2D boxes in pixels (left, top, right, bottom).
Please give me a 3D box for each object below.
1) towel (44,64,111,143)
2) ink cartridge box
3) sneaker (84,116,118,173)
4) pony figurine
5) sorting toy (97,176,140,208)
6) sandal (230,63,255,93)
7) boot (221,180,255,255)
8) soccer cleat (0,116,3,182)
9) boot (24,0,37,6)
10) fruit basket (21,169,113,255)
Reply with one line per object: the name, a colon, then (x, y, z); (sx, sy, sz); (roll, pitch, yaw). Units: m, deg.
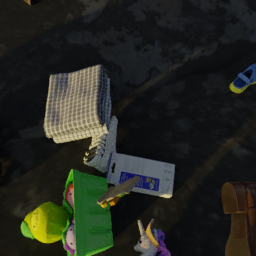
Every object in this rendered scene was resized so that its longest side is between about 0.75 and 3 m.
towel: (-1.440, -0.770, 8.120); (1.808, 0.934, 2.183); (-14, 59, 19)
ink cartridge box: (0.333, 1.281, 7.651); (1.830, 0.359, 0.910); (13, 64, -3)
sneaker: (-0.636, 0.442, 8.080); (0.763, 0.707, 1.881); (41, 45, -25)
pony figurine: (0.459, 3.417, 5.913); (2.330, 2.010, 2.414); (31, 67, 34)
sorting toy: (-0.204, 1.173, 4.931); (0.689, 0.924, 0.124); (-26, 94, 28)
sandal: (3.995, -1.723, 9.177); (1.450, 0.631, 0.576); (-39, 67, -20)
boot: (2.637, 1.742, 4.651); (2.018, 0.648, 1.881); (1, 80, -16)
soccer cleat: (-4.124, 0.832, 7.821); (0.969, 0.904, 2.649); (-14, 70, 30)
boot: (-3.777, -5.510, 11.230); (0.616, 0.474, 1.270); (27, 68, 11)
fruit basket: (-1.521, 2.174, 6.766); (2.172, 1.566, 2.172); (9, 59, -15)
